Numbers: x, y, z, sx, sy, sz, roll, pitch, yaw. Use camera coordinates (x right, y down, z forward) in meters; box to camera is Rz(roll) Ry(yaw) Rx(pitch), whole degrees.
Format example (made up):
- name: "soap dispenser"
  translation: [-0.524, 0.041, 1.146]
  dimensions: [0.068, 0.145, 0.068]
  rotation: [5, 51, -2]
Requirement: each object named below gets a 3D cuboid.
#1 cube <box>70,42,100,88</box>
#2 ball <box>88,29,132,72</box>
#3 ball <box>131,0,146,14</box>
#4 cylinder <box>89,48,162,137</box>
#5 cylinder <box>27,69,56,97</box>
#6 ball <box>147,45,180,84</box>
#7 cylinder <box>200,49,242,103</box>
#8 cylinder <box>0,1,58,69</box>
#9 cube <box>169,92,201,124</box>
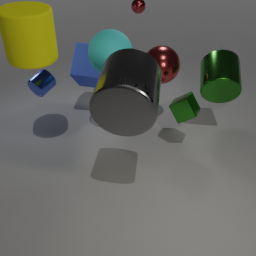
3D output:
- name: "cube"
  translation: [-1.420, -2.524, 11.548]
  dimensions: [1.400, 1.400, 1.400]
  rotation: [8, -8, 7]
- name: "ball"
  translation: [-0.553, -2.379, 8.836]
  dimensions: [1.400, 1.400, 1.400]
  rotation: [0, 31, 0]
- name: "ball"
  translation: [0.507, -5.931, 13.612]
  dimensions: [0.700, 0.700, 0.700]
  rotation: [0, 31, 0]
- name: "cylinder"
  translation: [-0.008, -0.774, 6.107]
  dimensions: [1.400, 1.400, 1.400]
  rotation: [5, 46, 8]
- name: "cylinder"
  translation: [-2.970, -1.550, 9.676]
  dimensions: [0.700, 0.700, 0.700]
  rotation: [20, 56, 30]
- name: "ball"
  translation: [1.232, -2.342, 10.409]
  dimensions: [1.400, 1.400, 1.400]
  rotation: [0, 31, 0]
- name: "cylinder"
  translation: [3.343, -1.851, 10.158]
  dimensions: [1.400, 1.400, 1.400]
  rotation: [5, 60, 8]
- name: "cylinder"
  translation: [-2.693, -2.534, 7.625]
  dimensions: [1.400, 1.400, 1.400]
  rotation: [1, 39, -1]
- name: "cube"
  translation: [1.900, -0.681, 9.342]
  dimensions: [0.700, 0.700, 0.700]
  rotation: [-22, 15, 34]
